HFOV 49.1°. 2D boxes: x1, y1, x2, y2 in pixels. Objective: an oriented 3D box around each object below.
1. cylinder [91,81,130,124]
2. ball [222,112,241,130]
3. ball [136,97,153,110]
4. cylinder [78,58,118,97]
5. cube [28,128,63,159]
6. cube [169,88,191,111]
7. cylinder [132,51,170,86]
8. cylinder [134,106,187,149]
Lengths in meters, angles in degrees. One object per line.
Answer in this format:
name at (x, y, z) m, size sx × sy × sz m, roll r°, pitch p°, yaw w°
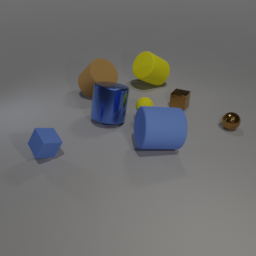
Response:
cylinder at (-0.724, -1.024, 11.165) m, size 1.400 × 1.400 × 1.400 m, roll 8°, pitch 19°, yaw -3°
ball at (3.987, -0.269, 10.831) m, size 0.700 × 0.700 × 0.700 m, roll 0°, pitch 31°, yaw 0°
ball at (0.658, -0.880, 11.149) m, size 0.700 × 0.700 × 0.700 m, roll 0°, pitch 31°, yaw 0°
cylinder at (-1.405, -2.288, 12.936) m, size 1.400 × 1.400 × 1.400 m, roll -26°, pitch 1°, yaw -36°
cube at (-2.660, 0.475, 8.978) m, size 0.700 × 0.700 × 0.700 m, roll 0°, pitch 42°, yaw -48°
cube at (2.323, -1.276, 12.526) m, size 0.700 × 0.700 × 0.700 m, roll 16°, pitch 34°, yaw 25°
cylinder at (1.182, -3.002, 14.267) m, size 1.400 × 1.400 × 1.400 m, roll 12°, pitch 15°, yaw -47°
cylinder at (1.041, 0.000, 9.306) m, size 1.400 × 1.400 × 1.400 m, roll 2°, pitch 30°, yaw -14°
